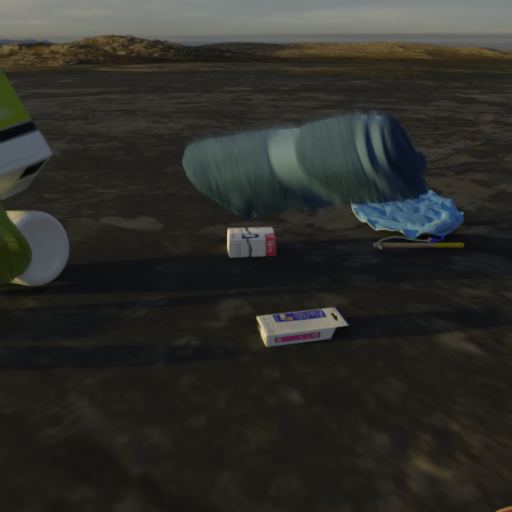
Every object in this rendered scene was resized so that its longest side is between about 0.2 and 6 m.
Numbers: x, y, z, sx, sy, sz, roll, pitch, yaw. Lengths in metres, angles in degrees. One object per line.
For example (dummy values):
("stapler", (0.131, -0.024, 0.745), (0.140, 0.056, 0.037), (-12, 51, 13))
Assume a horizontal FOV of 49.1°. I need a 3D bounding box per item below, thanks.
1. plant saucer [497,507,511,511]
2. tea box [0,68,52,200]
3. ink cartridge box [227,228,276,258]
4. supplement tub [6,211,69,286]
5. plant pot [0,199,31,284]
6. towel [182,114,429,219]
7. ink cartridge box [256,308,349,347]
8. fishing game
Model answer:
("plant saucer", (1.959, 2.143, 3.222), (1.570, 0.294, 1.570), (1, 23, 0))
("tea box", (-3.598, -1.521, 7.287), (0.958, 1.410, 1.433), (-33, 7, -37))
("ink cartridge box", (-0.080, -0.214, 8.736), (0.723, 0.305, 0.523), (-2, 23, -5))
("supplement tub", (-3.293, -0.119, 7.518), (1.335, 0.968, 0.968), (4, 21, 34))
("plant pot", (-2.575, -0.128, 5.323), (0.792, 0.834, 0.834), (33, 37, 28))
("towel", (0.521, -0.978, 6.540), (2.649, 0.643, 1.479), (0, -15, 34))
("ink cartridge box", (0.532, 0.813, 6.493), (0.987, 0.183, 0.467), (-7, 23, -11))
("fishing game", (2.652, -0.745, 9.908), (1.966, 0.427, 2.745), (-2, 31, -3))
